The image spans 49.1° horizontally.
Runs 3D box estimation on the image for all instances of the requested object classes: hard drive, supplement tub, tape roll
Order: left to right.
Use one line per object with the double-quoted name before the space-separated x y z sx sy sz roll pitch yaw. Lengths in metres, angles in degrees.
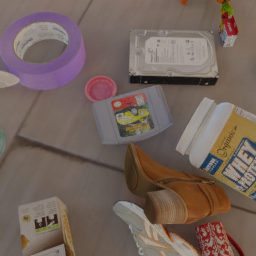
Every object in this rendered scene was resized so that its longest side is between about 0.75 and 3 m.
"tape roll" -2.796 -2.608 9.378 2.647 0.868 2.647 0 65 -1
"hard drive" 1.485 -2.429 9.479 2.901 0.549 2.026 2 64 2
"supplement tub" 2.822 0.526 7.286 2.681 1.940 1.940 29 68 14

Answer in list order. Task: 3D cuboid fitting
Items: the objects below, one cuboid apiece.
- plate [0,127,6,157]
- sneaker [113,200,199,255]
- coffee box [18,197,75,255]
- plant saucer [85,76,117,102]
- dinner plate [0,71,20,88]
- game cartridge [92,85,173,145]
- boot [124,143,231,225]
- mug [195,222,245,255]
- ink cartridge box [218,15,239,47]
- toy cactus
"plate" -4.497 0.492 8.264 1.688 0.216 1.688 0 64 1
"sneaker" 0.479 2.772 6.829 2.437 0.922 1.121 34 73 16
"coffee box" -1.768 2.956 6.463 0.935 1.341 2.344 -14 65 -6
"plant saucer" -0.871 -1.210 9.050 1.014 0.257 1.014 0 65 -1
"dinner plate" -4.285 -1.431 8.260 2.028 2.028 0.246 1 84 1
"game cartridge" 0.145 -0.323 8.218 2.164 0.442 1.440 -16 80 -2
"boot" 1.176 1.310 7.382 2.136 1.055 2.751 -1 27 -22
"mug" 2.212 3.015 6.867 0.833 1.109 1.249 -32 55 32
"ink cartridge box" 3.514 -3.420 9.840 0.347 0.726 0.827 -5 64 -2
"toy cactus" 3.145 -5.205 10.497 2.582 1.320 2.131 43 65 15
